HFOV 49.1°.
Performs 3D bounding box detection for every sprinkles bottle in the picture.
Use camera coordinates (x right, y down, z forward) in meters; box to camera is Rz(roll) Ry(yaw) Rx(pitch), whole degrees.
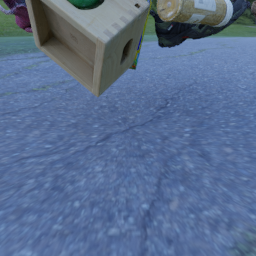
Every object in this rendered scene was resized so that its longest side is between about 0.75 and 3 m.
[{"bbox_3d":[1.721,-2.981,6.997,2.205,0.753,0.753,-12,25,-39],"label":"sprinkles bottle"}]

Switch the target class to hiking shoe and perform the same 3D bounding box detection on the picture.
[{"bbox_3d":[1.998,-3.479,8.507,2.906,1.463,1.101,-11,26,34],"label":"hiking shoe"}]

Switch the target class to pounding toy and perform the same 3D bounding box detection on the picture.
[{"bbox_3d":[-0.488,-2.025,5.116,2.118,2.300,1.635,40,68,7],"label":"pounding toy"}]

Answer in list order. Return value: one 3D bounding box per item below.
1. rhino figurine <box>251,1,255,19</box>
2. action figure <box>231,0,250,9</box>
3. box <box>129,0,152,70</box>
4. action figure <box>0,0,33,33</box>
[{"bbox_3d":[2.611,-2.021,5.241,1.047,0.313,0.458,30,12,-47],"label":"rhino figurine"},{"bbox_3d":[3.407,-3.894,9.029,0.777,1.457,2.239,39,-12,9],"label":"action figure"},{"bbox_3d":[-0.437,-3.741,9.147,1.725,2.828,2.724,13,-1,12],"label":"box"},{"bbox_3d":[-2.984,-3.306,8.272,1.741,1.566,2.339,-32,7,-21],"label":"action figure"}]
